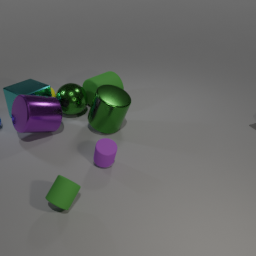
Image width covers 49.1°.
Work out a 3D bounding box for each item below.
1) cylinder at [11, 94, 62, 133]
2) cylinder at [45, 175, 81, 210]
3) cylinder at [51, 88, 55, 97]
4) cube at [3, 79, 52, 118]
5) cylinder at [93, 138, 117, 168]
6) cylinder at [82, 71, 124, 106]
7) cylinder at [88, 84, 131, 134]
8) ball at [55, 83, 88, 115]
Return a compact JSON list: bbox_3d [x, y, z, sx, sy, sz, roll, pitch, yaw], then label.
[{"bbox_3d":[-3.454,-0.527,10.629,1.400,1.400,1.400,-1,23,-46],"label":"cylinder"},{"bbox_3d":[-1.741,1.729,7.541,0.700,0.700,0.700,21,76,31],"label":"cylinder"},{"bbox_3d":[-3.752,-1.526,13.096,0.700,0.700,0.700,-8,-2,-13],"label":"cylinder"},{"bbox_3d":[-4.216,-1.133,12.015,1.400,1.400,1.400,21,37,31],"label":"cube"},{"bbox_3d":[-0.743,0.811,9.122,0.700,0.700,0.700,8,46,-8],"label":"cylinder"},{"bbox_3d":[-1.157,-1.780,13.010,1.400,1.400,1.400,25,40,35],"label":"cylinder"},{"bbox_3d":[-0.743,-0.741,10.966,1.400,1.400,1.400,15,39,-13],"label":"cylinder"},{"bbox_3d":[-2.459,-1.256,12.223,1.400,1.400,1.400,0,31,0],"label":"ball"}]
